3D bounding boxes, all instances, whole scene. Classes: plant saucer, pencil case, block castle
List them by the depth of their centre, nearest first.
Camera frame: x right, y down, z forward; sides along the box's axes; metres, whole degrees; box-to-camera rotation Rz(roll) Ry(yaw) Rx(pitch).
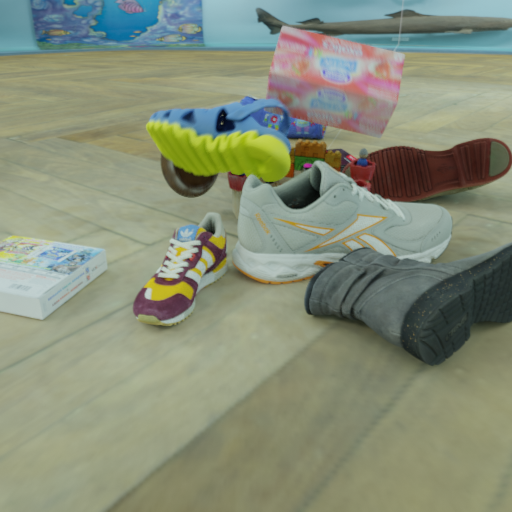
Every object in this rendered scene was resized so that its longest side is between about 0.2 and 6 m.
[{"bbox_3d":[-1.120,-1.683,10.044,1.276,1.276,0.205,-22,18,-38],"label":"plant saucer"},{"bbox_3d":[0.865,-1.368,10.238,2.493,1.170,1.666,7,28,14],"label":"block castle"},{"bbox_3d":[0.692,-3.891,15.711,2.603,1.130,1.016,6,18,10],"label":"pencil case"}]

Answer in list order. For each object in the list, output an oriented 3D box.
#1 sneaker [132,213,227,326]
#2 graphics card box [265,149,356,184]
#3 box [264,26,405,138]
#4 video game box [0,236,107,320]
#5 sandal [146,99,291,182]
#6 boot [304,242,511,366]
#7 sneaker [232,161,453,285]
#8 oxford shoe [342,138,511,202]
[{"bbox_3d":[-1.007,0.110,7.465,0.786,0.945,2.098,8,27,16],"label":"sneaker"},{"bbox_3d":[1.118,-1.878,12.142,2.137,0.543,1.340,-6,26,-11],"label":"graphics card box"},{"bbox_3d":[1.229,-2.773,9.020,2.024,0.958,1.039,14,66,1],"label":"box"},{"bbox_3d":[-3.225,0.245,7.840,1.684,0.394,1.534,8,29,17],"label":"video game box"},{"bbox_3d":[-0.516,-1.946,8.899,2.736,1.087,1.191,14,64,26],"label":"sandal"},{"bbox_3d":[2.194,0.240,7.230,2.968,1.036,1.954,-14,23,-37],"label":"boot"},{"bbox_3d":[1.378,-0.609,8.205,3.481,1.601,1.318,-8,28,-15],"label":"sneaker"},{"bbox_3d":[3.314,-1.548,11.185,3.182,1.121,1.190,-3,-7,11],"label":"oxford shoe"}]
